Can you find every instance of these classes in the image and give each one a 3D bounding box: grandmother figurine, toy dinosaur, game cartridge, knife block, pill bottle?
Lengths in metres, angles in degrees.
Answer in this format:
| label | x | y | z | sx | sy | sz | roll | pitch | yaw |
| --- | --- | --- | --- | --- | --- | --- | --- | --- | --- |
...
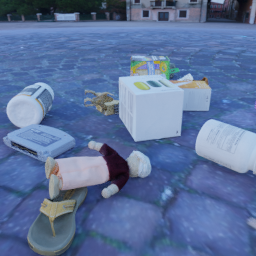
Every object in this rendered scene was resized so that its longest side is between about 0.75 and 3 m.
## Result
| label | x | y | z | sx | sy | sz | roll | pitch | yaw |
| --- | --- | --- | --- | --- | --- | --- | --- | --- | --- |
| grandmother figurine | -0.608 | 0.990 | 6.878 | 2.653 | 0.803 | 1.609 | -1 | 58 | -28 |
| toy dinosaur | -1.001 | -1.054 | 9.778 | 1.027 | 0.591 | 2.030 | 3 | -15 | -9 |
| game cartridge | -2.754 | 0.401 | 8.913 | 2.062 | 0.421 | 1.372 | 16 | 33 | 31 |
| knife block | -0.565 | -0.923 | 11.702 | 1.185 | 0.432 | 1.350 | -14 | 28 | -30 |
| pill bottle | 2.823 | 0.551 | 7.254 | 1.876 | 1.073 | 1.073 | 24 | 34 | 35 |
| pill bottle | -3.633 | -0.953 | 10.777 | 1.274 | 1.274 | 2.189 | 1 | 24 | 1 |

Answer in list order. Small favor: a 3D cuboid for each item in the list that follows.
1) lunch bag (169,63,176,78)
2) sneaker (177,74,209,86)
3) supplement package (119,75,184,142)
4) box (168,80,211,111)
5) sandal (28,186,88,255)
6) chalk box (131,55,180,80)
| label | x | y | z | sx | sy | sz | roll | pitch | yaw |
| --- | --- | --- | --- | --- | --- | --- | --- | --- | --- |
| lunch bag | 2.266 | -3.539 | 16.843 | 1.234 | 0.860 | 1.035 | 5 | 27 | 11 |
| sneaker | 2.428 | -2.014 | 13.225 | 2.734 | 1.157 | 0.995 | -3 | 26 | -2 |
| supplement package | 0.734 | -0.807 | 9.971 | 1.669 | 1.657 | 2.199 | -6 | 26 | -14 |
| box | 2.359 | -1.413 | 12.049 | 2.045 | 0.997 | 1.272 | 0 | 25 | -1 |
| sandal | -1.424 | 1.663 | 5.879 | 0.904 | 0.608 | 2.252 | 3 | 25 | 7 |
| chalk box | 1.396 | -2.894 | 14.666 | 2.511 | 1.555 | 1.563 | 1 | 23 | 1 |
